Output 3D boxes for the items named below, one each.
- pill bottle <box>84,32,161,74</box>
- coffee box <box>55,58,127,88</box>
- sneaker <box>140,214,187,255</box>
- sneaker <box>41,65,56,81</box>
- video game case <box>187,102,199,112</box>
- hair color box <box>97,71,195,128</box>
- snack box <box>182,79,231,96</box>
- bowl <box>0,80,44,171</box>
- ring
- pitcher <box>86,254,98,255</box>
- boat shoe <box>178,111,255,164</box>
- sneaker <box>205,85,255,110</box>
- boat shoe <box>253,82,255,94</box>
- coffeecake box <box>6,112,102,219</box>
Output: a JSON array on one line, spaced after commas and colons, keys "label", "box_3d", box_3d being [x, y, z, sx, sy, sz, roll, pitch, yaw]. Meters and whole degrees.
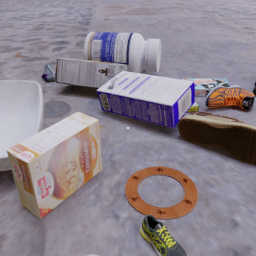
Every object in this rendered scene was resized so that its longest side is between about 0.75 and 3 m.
[{"label": "pill bottle", "box_3d": [-0.173, -3.028, 11.594, 2.940, 1.760, 1.760, 6, 32, 11]}, {"label": "coffee box", "box_3d": [-1.342, -2.038, 10.515, 2.339, 0.932, 1.338, 9, 12, 14]}, {"label": "sneaker", "box_3d": [0.585, 1.925, 4.876, 0.384, 0.436, 1.031, -26, 40, -35]}, {"label": "sneaker", "box_3d": [-3.436, -2.313, 11.782, 0.538, 0.458, 1.230, -20, 37, -21]}, {"label": "video game case", "box_3d": [1.336, -1.011, 9.841, 1.678, 0.237, 1.856, -7, 32, -11]}, {"label": "hair color box", "box_3d": [0.546, -0.977, 8.791, 2.693, 0.873, 1.472, 17, 44, 31]}, {"label": "snack box", "box_3d": [2.964, -1.555, 10.642, 1.739, 0.323, 1.010, 0, 32, 0]}, {"label": "bowl", "box_3d": [-3.486, 0.033, 7.007, 2.764, 1.033, 2.768, -4, 46, -6]}, {"label": "ring", "box_3d": [0.731, 1.324, 6.132, 1.592, 0.153, 1.592, -1, 31, 0]}, {"label": "pitcher", "box_3d": [-0.291, 2.858, 2.351, 2.467, 1.743, 2.876, -33, 33, -27]}, {"label": "boat shoe", "box_3d": [2.768, 0.107, 7.355, 2.808, 1.013, 1.011, 15, 35, 34]}, {"label": "sneaker", "box_3d": [3.512, -0.968, 9.316, 1.861, 0.722, 1.042, -18, 35, -27]}, {"label": "boat shoe", "box_3d": [5.107, -1.716, 10.670, 0.480, 0.561, 1.533, 23, 42, 20]}, {"label": "coffeecake box", "box_3d": [-1.420, 0.707, 5.906, 0.676, 1.421, 1.851, 21, 37, 30]}]
